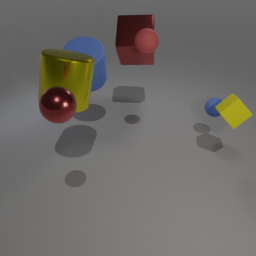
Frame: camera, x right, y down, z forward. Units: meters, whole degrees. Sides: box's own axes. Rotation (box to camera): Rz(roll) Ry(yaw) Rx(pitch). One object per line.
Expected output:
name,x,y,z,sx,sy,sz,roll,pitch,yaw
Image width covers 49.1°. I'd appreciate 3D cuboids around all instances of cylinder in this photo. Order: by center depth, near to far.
cylinder,-1.678,-1.302,7.606,1.400,1.400,1.400,9,23,-4
cylinder,-1.483,-2.214,9.853,1.400,1.400,1.400,0,61,0

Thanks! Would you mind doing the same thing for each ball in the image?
ball,-1.322,-0.431,5.302,0.700,0.700,0.700,0,33,0
ball,0.551,-2.541,8.179,0.700,0.700,0.700,0,33,0
ball,3.137,-0.748,10.101,0.700,0.700,0.700,0,33,0

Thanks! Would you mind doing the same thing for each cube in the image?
cube,3.268,-0.530,8.709,0.700,0.700,0.700,-41,13,17
cube,0.332,-3.431,11.033,1.400,1.400,1.400,2,74,8
